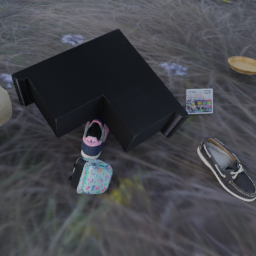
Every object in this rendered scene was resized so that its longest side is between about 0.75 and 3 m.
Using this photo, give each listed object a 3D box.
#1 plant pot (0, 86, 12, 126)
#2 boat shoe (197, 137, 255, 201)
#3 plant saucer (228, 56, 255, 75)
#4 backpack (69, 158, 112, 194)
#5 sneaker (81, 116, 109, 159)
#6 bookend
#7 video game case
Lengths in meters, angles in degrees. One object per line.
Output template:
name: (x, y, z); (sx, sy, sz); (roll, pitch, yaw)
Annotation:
plant pot: (-4.284, -0.358, 6.521); (2.685, 2.685, 2.458); (23, 43, 24)
boat shoe: (2.313, 0.895, 6.420); (0.632, 0.516, 1.710); (-28, 63, -18)
plant saucer: (4.151, -2.183, 9.919); (1.261, 0.223, 1.261); (4, 36, -3)
backpack: (-0.740, 1.068, 6.138); (0.648, 0.764, 0.861); (19, 2, 40)
sneaker: (-0.801, -0.041, 7.479); (0.652, 0.762, 1.858); (10, 42, -6)
bookend: (-0.649, -0.476, 6.771); (2.894, 1.341, 2.912); (-32, 76, -23)
video game case: (2.167, -0.805, 8.484); (0.814, 0.742, 0.094); (-2, 4, -7)
